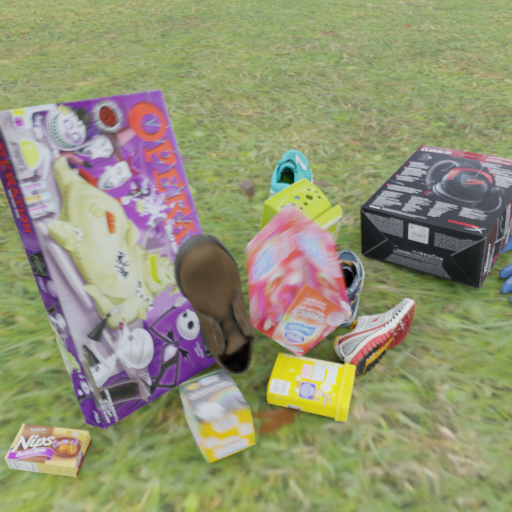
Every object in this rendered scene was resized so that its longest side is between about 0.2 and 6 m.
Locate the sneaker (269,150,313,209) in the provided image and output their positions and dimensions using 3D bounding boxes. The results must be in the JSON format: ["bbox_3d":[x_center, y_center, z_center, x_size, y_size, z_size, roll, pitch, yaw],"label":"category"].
[{"bbox_3d":[0.829,-1.865,13.196,0.979,1.006,2.527,6,39,7],"label":"sneaker"}]

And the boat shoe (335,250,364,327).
[{"bbox_3d":[1.711,0.327,10.542,0.715,0.917,2.021,6,39,7],"label":"boat shoe"}]

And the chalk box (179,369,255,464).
[{"bbox_3d":[-0.625,2.241,8.215,0.772,0.768,1.240,-17,28,-17],"label":"chalk box"}]

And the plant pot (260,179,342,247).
[{"bbox_3d":[0.944,-0.576,11.415,1.198,1.320,1.314,36,51,26],"label":"plant pot"}]

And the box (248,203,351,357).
[{"bbox_3d":[0.638,0.335,9.380,1.123,1.172,2.352,35,27,-23],"label":"box"}]

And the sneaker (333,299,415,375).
[{"bbox_3d":[2.072,1.214,9.613,1.848,0.719,0.759,-30,47,-32],"label":"sneaker"}]

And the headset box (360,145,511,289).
[{"bbox_3d":[4.054,-1.055,11.669,2.502,1.263,3.366,18,43,32],"label":"headset box"}]

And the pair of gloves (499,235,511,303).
[{"bbox_3d":[5.412,-0.031,11.377,2.435,0.345,3.029,-25,39,-21],"label":"pair of gloves"}]

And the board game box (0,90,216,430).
[{"bbox_3d":[-1.928,-0.076,8.227,0.706,4.373,2.625,-6,14,42],"label":"board game box"}]

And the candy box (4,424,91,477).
[{"bbox_3d":[-2.963,2.775,8.020,1.017,0.287,0.593,6,39,5],"label":"candy box"}]

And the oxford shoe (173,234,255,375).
[{"bbox_3d":[-0.436,0.738,7.745,0.889,2.447,1.033,-27,42,-11],"label":"oxford shoe"}]

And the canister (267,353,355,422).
[{"bbox_3d":[0.866,2.020,8.765,1.240,0.536,0.921,9,40,13],"label":"canister"}]
